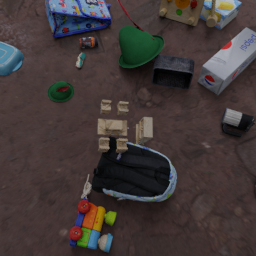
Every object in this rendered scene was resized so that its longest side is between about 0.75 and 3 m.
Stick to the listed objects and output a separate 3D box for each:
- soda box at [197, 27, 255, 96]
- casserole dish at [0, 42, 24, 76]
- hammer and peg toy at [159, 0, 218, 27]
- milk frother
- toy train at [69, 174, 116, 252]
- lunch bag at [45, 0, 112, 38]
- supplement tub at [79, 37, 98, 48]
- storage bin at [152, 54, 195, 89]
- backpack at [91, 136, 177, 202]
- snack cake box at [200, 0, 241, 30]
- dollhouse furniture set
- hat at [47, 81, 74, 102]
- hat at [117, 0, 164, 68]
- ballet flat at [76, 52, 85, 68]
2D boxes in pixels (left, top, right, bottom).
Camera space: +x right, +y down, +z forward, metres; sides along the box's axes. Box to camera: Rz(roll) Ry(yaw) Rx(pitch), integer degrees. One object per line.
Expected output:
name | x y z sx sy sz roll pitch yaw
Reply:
soda box | 4.013 -2.608 10.794 2.940 0.933 1.004 -41 68 -21
casserole dish | -5.376 -2.958 11.293 2.341 0.454 1.418 21 62 13
hammer and peg toy | 2.709 -5.396 11.883 2.596 1.910 0.916 21 43 13
milk frother | 3.697 -0.252 9.416 0.934 0.993 0.896 18 66 11
toy train | -0.860 2.405 8.019 1.190 0.870 2.056 16 60 -3
lunch bag | -2.095 -5.196 12.309 2.783 1.309 2.095 -10 59 -20
supplement tub | -1.622 -3.555 11.654 0.765 0.409 0.409 -5 60 -3
storage bin | 1.669 -2.086 10.466 1.464 0.990 0.686 10 61 6
backpack | 0.327 1.329 8.218 2.193 1.686 1.789 2 64 32
snack cake box | 3.715 -5.544 12.596 2.241 0.753 1.289 40 69 20
dollhouse furniture set | -0.139 0.043 8.052 1.483 0.965 1.362 4 75 -11
hat | -2.471 -1.598 10.168 1.153 1.015 0.955 9 60 5
hat | -0.016 -3.663 10.431 1.936 2.057 2.337 -44 39 -10
ballet flat | -1.939 -2.736 11.274 0.251 0.297 0.787 -7 53 25
